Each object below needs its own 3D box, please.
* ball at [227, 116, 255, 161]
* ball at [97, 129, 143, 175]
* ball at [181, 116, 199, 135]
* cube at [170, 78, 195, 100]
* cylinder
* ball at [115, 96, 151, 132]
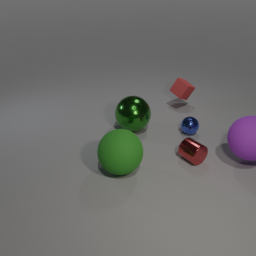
[{"bbox_3d":[3.838,0.313,8.736,1.400,1.400,1.400,0,29,0],"label":"ball"},{"bbox_3d":[-0.233,0.727,8.545,1.400,1.400,1.400,0,29,0],"label":"ball"},{"bbox_3d":[2.384,-0.095,10.785,0.700,0.700,0.700,0,29,0],"label":"ball"},{"bbox_3d":[2.455,-1.762,12.641,0.700,0.700,0.700,0,40,-52],"label":"cube"},{"bbox_3d":[2.138,0.760,9.236,0.700,0.700,0.700,-19,34,-30],"label":"cylinder"},{"bbox_3d":[0.191,-0.550,10.864,1.400,1.400,1.400,0,29,0],"label":"ball"}]
